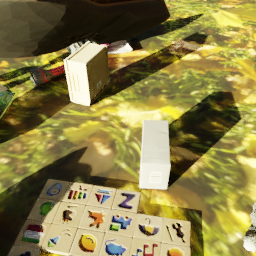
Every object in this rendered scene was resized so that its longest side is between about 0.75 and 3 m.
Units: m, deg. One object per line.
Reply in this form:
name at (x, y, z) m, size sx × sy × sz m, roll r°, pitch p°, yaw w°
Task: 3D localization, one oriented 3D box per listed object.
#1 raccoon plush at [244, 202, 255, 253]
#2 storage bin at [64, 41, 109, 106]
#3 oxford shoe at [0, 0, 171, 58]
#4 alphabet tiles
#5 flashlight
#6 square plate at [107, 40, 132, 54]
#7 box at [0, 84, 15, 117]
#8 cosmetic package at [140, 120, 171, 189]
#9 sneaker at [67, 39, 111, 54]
raccoon plush at (2.356, 1.444, 4.591) m, size 0.558 × 0.773 × 1.154 m, roll 20°, pitch 43°, yaw 23°
storage bin at (-1.086, -1.518, 7.846) m, size 0.622 × 1.318 × 1.327 m, roll 13°, pitch 40°, yaw 16°
oxford shoe at (-0.661, -1.309, 2.629) m, size 1.025 × 1.024 × 2.873 m, roll -13°, pitch 12°, yaw 38°
alphabet tiles at (-0.423, 1.925, 4.541) m, size 2.836 × 0.107 × 2.371 m, roll 7°, pitch 39°, yaw 8°
flashlight at (-2.290, -1.827, 8.855) m, size 1.546 × 0.525 × 0.524 m, roll -28°, pitch 40°, yaw -28°
square plate at (-0.453, -3.070, 10.712) m, size 1.016 × 0.146 × 1.026 m, roll -10°, pitch 40°, yaw -12°
box at (-3.864, -0.598, 6.715) m, size 1.608 × 0.405 × 2.228 m, roll 34°, pitch 34°, yaw -24°
cosmetic package at (0.556, 0.506, 5.802) m, size 0.621 × 0.735 × 1.376 m, roll 1°, pitch 37°, yaw 1°
sneaker at (-1.098, -3.392, 10.532) m, size 2.631 × 1.039 × 1.255 m, roll -27°, pitch 18°, yaw -13°
